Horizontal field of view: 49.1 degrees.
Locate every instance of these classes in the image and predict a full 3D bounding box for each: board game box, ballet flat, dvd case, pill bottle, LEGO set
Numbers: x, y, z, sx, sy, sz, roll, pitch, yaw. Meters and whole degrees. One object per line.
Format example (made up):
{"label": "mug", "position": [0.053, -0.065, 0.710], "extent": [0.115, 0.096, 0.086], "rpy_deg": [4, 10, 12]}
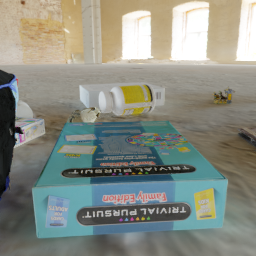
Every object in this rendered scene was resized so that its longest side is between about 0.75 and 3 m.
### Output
{"label": "board game box", "position": [-0.074, 0.502, 4.130], "extent": [1.991, 0.619, 2.637], "rpy_deg": [-1, 15, -5]}
{"label": "ballet flat", "position": [-1.014, -0.281, 6.945], "extent": [0.630, 0.567, 1.672], "rpy_deg": [-28, 9, 11]}
{"label": "board game box", "position": [-2.963, 0.177, 5.802], "extent": [1.452, 0.370, 2.160], "rpy_deg": [4, 16, 17]}
{"label": "dvd case", "position": [3.706, 0.284, 5.782], "extent": [2.262, 0.181, 1.682], "rpy_deg": [-1, 16, -2]}
{"label": "pill bottle", "position": [-3.002, -0.432, 7.493], "extent": [0.663, 0.663, 1.166], "rpy_deg": [-11, 19, -35]}
{"label": "pill bottle", "position": [-0.039, -0.854, 8.603], "extent": [1.601, 0.891, 0.891], "rpy_deg": [-7, 17, -24]}
{"label": "LEGO set", "position": [3.649, -1.305, 10.761], "extent": [0.811, 0.611, 1.054], "rpy_deg": [7, 17, 24]}

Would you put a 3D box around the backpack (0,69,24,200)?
{"label": "backpack", "position": [-2.631, 0.021, 3.411], "extent": [2.605, 1.920, 2.853], "rpy_deg": [-4, 17, -13]}

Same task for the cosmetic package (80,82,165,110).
{"label": "cosmetic package", "position": [-0.295, -1.235, 10.328], "extent": [2.711, 0.700, 2.044], "rpy_deg": [-5, 18, -16]}
